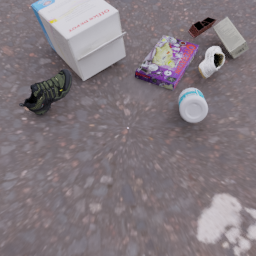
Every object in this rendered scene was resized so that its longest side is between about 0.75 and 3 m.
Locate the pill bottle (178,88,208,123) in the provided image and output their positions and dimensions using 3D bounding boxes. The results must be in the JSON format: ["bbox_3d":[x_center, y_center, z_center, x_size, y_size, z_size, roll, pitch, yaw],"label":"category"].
[{"bbox_3d":[1.774,-0.682,7.760,0.727,0.727,1.313,7,22,6],"label":"pill bottle"}]

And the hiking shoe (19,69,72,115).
[{"bbox_3d":[-2.253,-1.042,7.805,1.631,0.821,0.618,-47,65,8],"label":"hiking shoe"}]

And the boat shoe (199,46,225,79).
[{"bbox_3d":[2.879,-2.228,9.153,0.623,0.636,1.797,-21,26,43],"label":"boat shoe"}]

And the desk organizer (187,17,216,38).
[{"bbox_3d":[2.655,-3.657,10.002,1.029,0.396,0.369,-37,84,-22],"label":"desk organizer"}]

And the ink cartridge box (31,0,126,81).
[{"bbox_3d":[-1.486,-3.112,9.212,1.832,1.785,2.850,-34,58,-13],"label":"ink cartridge box"}]

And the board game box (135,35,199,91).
[{"bbox_3d":[1.388,-2.325,9.682,1.419,0.382,2.363,24,55,13],"label":"board game box"}]

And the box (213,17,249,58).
[{"bbox_3d":[3.634,-3.205,9.934,0.635,0.520,1.337,-33,58,25],"label":"box"}]
